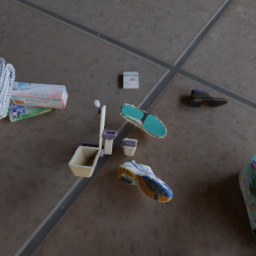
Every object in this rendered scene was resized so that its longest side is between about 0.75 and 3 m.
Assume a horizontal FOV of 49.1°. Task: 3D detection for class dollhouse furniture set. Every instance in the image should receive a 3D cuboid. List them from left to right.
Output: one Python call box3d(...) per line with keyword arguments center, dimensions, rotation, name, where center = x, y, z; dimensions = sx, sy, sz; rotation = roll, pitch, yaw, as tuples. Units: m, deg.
box3d(center=(-0.716, 0.267, 8.832), dimensions=(2.077, 1.860, 2.621), rotation=(7, 18, 1), name="dollhouse furniture set")

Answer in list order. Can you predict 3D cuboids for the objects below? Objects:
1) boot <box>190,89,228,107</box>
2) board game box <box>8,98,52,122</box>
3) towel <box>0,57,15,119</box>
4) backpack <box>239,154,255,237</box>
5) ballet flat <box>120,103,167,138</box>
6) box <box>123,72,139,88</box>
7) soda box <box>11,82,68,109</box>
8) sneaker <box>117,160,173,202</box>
box3d(center=(3.249, -1.261, 11.345), dimensions=(1.490, 0.557, 0.722), rotation=(0, 59, 2), name="boot")
box3d(center=(-4.007, -0.937, 11.316), dimensions=(1.627, 0.237, 1.095), rotation=(-16, 58, -11), name="board game box")
box3d(center=(-5.501, -1.282, 10.589), dimensions=(2.101, 1.086, 2.537), rotation=(-20, 54, 25), name="towel")
box3d(center=(4.729, 1.897, 8.457), dimensions=(2.327, 2.030, 2.648), rotation=(-6, 49, 2), name="backpack")
box3d(center=(0.570, -0.286, 10.485), dimensions=(1.976, 0.631, 0.747), rotation=(34, 83, 3), name="ballet flat")
box3d(center=(0.122, -2.077, 12.106), dimensions=(0.651, 0.172, 0.836), rotation=(0, 58, 0), name="box")
box3d(center=(-3.472, -1.280, 11.009), dimensions=(2.075, 0.660, 0.709), rotation=(5, 57, 2), name="soda box")
box3d(center=(0.660, 1.617, 9.180), dimensions=(2.033, 0.765, 0.896), rotation=(28, 33, 26), name="sneaker")
